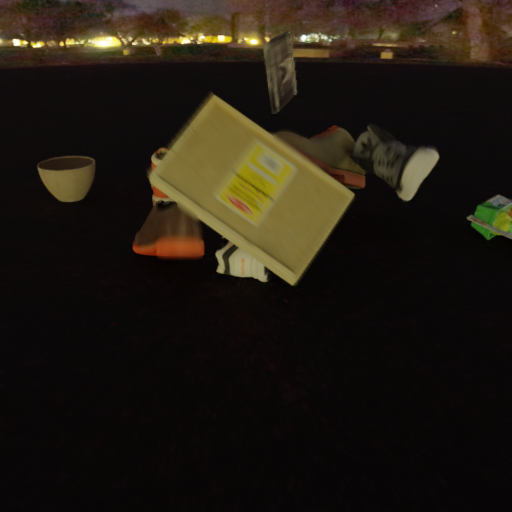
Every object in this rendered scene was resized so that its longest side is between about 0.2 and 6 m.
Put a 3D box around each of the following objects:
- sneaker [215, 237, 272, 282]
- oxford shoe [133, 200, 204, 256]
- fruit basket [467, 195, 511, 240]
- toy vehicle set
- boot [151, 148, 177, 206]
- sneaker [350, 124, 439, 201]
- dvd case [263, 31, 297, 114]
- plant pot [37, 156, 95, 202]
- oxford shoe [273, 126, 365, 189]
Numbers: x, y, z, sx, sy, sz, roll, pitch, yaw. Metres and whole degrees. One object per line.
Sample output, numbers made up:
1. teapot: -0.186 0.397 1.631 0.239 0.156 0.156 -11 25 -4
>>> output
1. sneaker: -0.129 -0.421 11.183 1.091 1.005 2.727 2 24 8
2. oxford shoe: -1.643 -0.507 10.515 0.992 1.010 2.786 1 0 -29
3. fruit basket: 5.646 -0.716 12.092 1.544 0.781 1.667 -22 35 -39
4. toy vehicle set: -0.054 -1.099 9.189 2.888 1.795 0.383 36 -14 2
5. boot: -2.334 -2.256 14.783 0.950 1.358 2.533 -6 24 -8
6. sneaker: 2.781 -2.003 11.714 1.634 1.083 2.871 33 11 8
7. dvd case: 0.565 -4.191 12.674 0.157 1.463 1.967 1 28 19
8. plant pot: -4.858 -1.951 14.548 1.415 0.950 1.415 -1 24 0
9. oxford shoe: 1.441 -2.404 12.650 1.137 1.207 3.227 14 3 40
